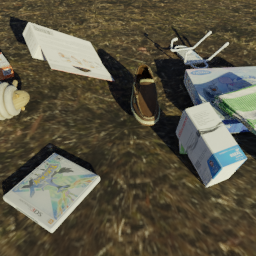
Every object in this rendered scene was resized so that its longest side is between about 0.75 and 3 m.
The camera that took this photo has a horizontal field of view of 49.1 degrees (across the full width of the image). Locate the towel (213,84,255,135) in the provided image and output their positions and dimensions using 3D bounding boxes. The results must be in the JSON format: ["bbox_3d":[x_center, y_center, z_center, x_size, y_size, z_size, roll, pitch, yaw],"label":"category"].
[{"bbox_3d":[3.827,-0.427,7.447,1.992,0.305,2.611,-16,38,-15],"label":"towel"}]

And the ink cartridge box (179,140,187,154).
[{"bbox_3d":[1.939,0.407,7.630,1.045,0.352,0.612,3,43,4],"label":"ink cartridge box"}]

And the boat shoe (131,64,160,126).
[{"bbox_3d":[0.497,-1.131,8.657,0.870,0.872,2.357,-3,46,-5],"label":"boat shoe"}]

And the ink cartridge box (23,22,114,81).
[{"bbox_3d":[-2.056,-2.453,9.898,2.675,0.598,2.356,3,49,-47],"label":"ink cartridge box"}]

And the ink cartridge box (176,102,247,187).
[{"bbox_3d":[1.880,0.393,6.650,0.678,1.175,1.619,-18,61,-14],"label":"ink cartridge box"}]

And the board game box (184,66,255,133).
[{"bbox_3d":[3.611,-1.023,9.096,2.942,0.638,2.927,-3,41,-3],"label":"board game box"}]

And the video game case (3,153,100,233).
[{"bbox_3d":[-1.754,1.410,6.579,1.524,0.184,1.672,22,45,24],"label":"video game case"}]

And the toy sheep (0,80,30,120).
[{"bbox_3d":[-3.934,-0.842,8.491,1.875,1.293,1.293,-8,40,2],"label":"toy sheep"}]

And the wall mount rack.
[{"bbox_3d":[2.927,-3.313,11.688,1.917,0.823,2.206,-13,43,-15],"label":"wall mount rack"}]

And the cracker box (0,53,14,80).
[{"bbox_3d":[-5.176,-2.354,10.840,1.021,0.440,1.525,-24,45,-26],"label":"cracker box"}]
